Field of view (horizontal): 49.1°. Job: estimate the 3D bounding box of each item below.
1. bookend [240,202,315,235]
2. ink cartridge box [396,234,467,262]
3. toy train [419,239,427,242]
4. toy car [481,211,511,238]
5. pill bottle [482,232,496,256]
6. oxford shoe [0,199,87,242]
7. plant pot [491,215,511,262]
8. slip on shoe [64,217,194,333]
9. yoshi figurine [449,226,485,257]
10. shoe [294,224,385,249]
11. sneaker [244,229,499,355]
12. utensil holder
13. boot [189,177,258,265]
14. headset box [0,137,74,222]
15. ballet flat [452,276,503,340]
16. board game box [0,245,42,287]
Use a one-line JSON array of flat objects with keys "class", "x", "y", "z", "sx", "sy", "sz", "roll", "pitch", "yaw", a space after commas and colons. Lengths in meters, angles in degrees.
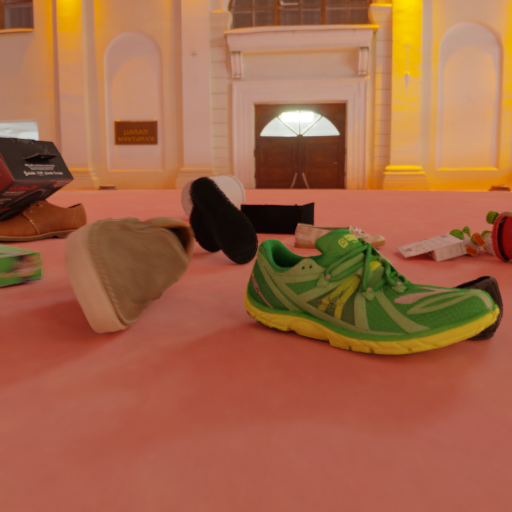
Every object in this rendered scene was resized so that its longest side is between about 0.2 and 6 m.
[{"class": "bookend", "x": 0.628, "y": -1.057, "z": 15.326, "sx": 1.693, "sy": 0.785, "sz": 1.703, "roll": 3, "pitch": 9, "yaw": 17}, {"class": "ink cartridge box", "x": 3.336, "y": -0.101, "z": 10.774, "sx": 1.075, "sy": 0.270, "sz": 1.239, "roll": -17, "pitch": 7, "yaw": 8}, {"class": "toy train", "x": 3.685, "y": -0.246, "z": 11.879, "sx": 0.584, "sy": 0.249, "sz": 0.333, "roll": -5, "pitch": -3, "yaw": -18}, {"class": "toy car", "x": 5.442, "y": -0.474, "z": 11.816, "sx": 1.044, "sy": 0.824, "sz": 0.858, "roll": 7, "pitch": 10, "yaw": -37}, {"class": "pill bottle", "x": 4.719, "y": -0.224, "z": 11.070, "sx": 0.413, "sy": 0.413, "sz": 0.743, "roll": 2, "pitch": 9, "yaw": 13}, {"class": "oxford shoe", "x": -5.358, "y": -0.839, "z": 13.362, "sx": 0.984, "sy": 0.983, "sz": 2.759, "roll": 10, "pitch": 15, "yaw": 41}, {"class": "plant pot", "x": 4.771, "y": -0.317, "z": 9.971, "sx": 0.976, "sy": 0.976, "sz": 0.888, "roll": -8, "pitch": 4, "yaw": -42}, {"class": "slip on shoe", "x": -1.307, "y": 0.053, "z": 6.502, "sx": 0.926, "sy": 1.162, "sz": 3.057, "roll": -21, "pitch": 4, "yaw": 3}, {"class": "yoshi figurine", "x": 4.134, "y": -0.301, "z": 11.210, "sx": 0.573, "sy": 0.571, "sz": 1.019, "roll": -6, "pitch": 5, "yaw": 2}, {"class": "shoe", "x": 1.777, "y": -0.415, "z": 11.953, "sx": 1.940, "sy": 0.518, "sz": 0.678, "roll": 1, "pitch": 9, "yaw": 6}, {"class": "sneaker", "x": 0.940, "y": 0.296, "z": 5.398, "sx": 2.575, "sy": 1.076, "sz": 0.954, "roll": 7, "pitch": 10, "yaw": 34}, {"class": "utensil holder", "x": -1.440, "y": -1.939, "z": 18.873, "sx": 1.503, "sy": 1.503, "sz": 1.768, "roll": 5, "pitch": 12, "yaw": 32}, {"class": "boot", "x": -0.661, "y": -0.426, "z": 10.699, "sx": 0.723, "sy": 1.894, "sz": 1.591, "roll": -31, "pitch": -16, "yaw": -16}, {"class": "headset box", "x": -5.977, "y": -1.599, "z": 12.967, "sx": 3.101, "sy": 1.163, "sz": 2.305, "roll": -31, "pitch": 0, "yaw": 16}, {"class": "ballet flat", "x": 1.469, "y": 0.414, "z": 6.057, "sx": 2.269, "sy": 0.644, "sz": 0.754, "roll": 6, "pitch": 10, "yaw": 33}, {"class": "board game box", "x": -4.936, "y": 0.130, "z": 8.465, "sx": 3.030, "sy": 0.441, "sz": 2.039, "roll": 8, "pitch": 13, "yaw": 42}]
